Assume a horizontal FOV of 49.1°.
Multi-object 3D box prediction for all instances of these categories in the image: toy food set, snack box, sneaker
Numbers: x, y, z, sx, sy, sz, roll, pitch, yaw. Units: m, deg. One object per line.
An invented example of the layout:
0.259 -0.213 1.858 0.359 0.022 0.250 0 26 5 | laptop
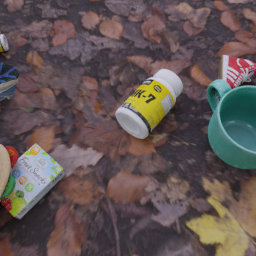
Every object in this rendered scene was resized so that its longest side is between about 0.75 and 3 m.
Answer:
-3.960 1.444 7.270 2.490 0.606 2.465 15 67 32 | toy food set
-2.755 1.428 7.699 1.212 0.452 1.705 38 68 18 | snack box
3.561 -1.524 9.120 1.167 0.739 2.074 9 60 9 | sneaker
-2.887 -0.594 5.123 1.843 0.710 0.698 -22 62 -34 | sneaker

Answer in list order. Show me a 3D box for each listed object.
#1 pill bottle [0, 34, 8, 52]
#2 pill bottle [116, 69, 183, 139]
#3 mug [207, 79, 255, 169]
-4.872 -2.966 9.982 1.023 0.575 0.575 -11 62 -6 | pill bottle
0.690 -0.767 8.471 1.173 1.173 2.053 35 67 17 | pill bottle
3.302 -0.085 7.897 2.043 1.537 2.486 2 61 2 | mug
